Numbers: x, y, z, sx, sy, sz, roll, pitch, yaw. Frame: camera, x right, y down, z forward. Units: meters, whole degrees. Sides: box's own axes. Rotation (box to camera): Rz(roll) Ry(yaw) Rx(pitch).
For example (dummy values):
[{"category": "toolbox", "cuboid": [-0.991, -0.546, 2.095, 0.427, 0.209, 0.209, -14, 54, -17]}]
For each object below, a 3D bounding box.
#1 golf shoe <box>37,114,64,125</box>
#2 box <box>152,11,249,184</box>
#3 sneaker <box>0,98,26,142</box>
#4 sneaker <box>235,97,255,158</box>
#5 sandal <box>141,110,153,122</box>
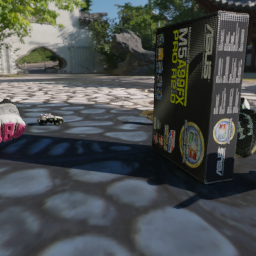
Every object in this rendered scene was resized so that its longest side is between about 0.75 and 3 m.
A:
[{"category": "golf shoe", "cuboid": [-2.409, -0.306, 8.754, 0.825, 0.318, 0.363, 0, 47, 0]}, {"category": "box", "cuboid": [1.140, -0.592, 5.148, 0.574, 2.591, 2.076, -4, 14, -19]}, {"category": "sneaker", "cuboid": [-3.383, -0.123, 5.958, 2.239, 0.826, 0.979, -12, 53, -14]}, {"category": "sneaker", "cuboid": [2.445, 0.099, 5.842, 0.837, 0.965, 2.178, -27, 17, 26]}, {"category": "sandal", "cuboid": [0.914, -0.314, 8.778, 1.182, 0.389, 0.433, 1, -23, 24]}]
